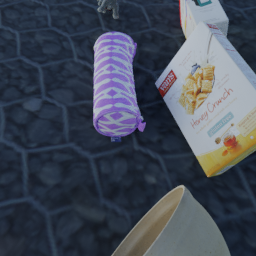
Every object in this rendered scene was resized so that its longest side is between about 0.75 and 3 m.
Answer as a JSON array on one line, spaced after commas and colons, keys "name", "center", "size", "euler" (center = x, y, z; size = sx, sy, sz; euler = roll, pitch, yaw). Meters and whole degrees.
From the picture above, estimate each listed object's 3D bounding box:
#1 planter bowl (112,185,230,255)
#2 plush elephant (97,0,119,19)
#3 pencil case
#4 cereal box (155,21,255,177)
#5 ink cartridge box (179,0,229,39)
[{"name": "planter bowl", "center": [0.701, 2.439, 4.523], "size": [1.689, 2.509, 2.509], "euler": [42, 67, 7]}, {"name": "plush elephant", "center": [-0.686, -4.086, 9.229], "size": [0.731, 0.687, 0.887], "euler": [6, 98, -26]}, {"name": "pencil case", "center": [-0.276, -1.173, 7.209], "size": [1.238, 1.215, 2.896], "euler": [-3, 59, -4]}, {"name": "cereal box", "center": [1.892, -0.644, 6.363], "size": [0.572, 2.082, 2.894], "euler": [-6, 57, -36]}, {"name": "ink cartridge box", "center": [2.081, -3.251, 8.206], "size": [0.840, 1.451, 2.498], "euler": [-12, 56, 5]}]
